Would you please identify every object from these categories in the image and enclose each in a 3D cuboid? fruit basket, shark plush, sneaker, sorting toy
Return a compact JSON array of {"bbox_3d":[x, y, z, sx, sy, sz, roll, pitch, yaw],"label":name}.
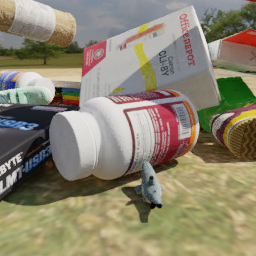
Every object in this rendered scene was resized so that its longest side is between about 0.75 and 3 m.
[{"bbox_3d":[2.291,-0.568,7.876,2.025,1.460,2.025,-25,-20,-10],"label":"fruit basket"},{"bbox_3d":[0.268,0.782,3.693,0.429,0.394,0.945,2,14,7],"label":"shark plush"},{"bbox_3d":[3.187,-0.121,5.808,2.914,1.092,1.313,-2,21,-9],"label":"sneaker"},{"bbox_3d":[-3.605,-0.730,8.549,2.421,0.891,1.428,-11,10,-5],"label":"sneaker"},{"bbox_3d":[-2.161,-1.668,12.094,2.786,0.970,2.770,7,16,27],"label":"sorting toy"}]

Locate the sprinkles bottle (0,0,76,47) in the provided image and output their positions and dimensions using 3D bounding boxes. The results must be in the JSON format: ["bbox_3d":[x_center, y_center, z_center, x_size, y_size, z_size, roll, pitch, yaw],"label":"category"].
[{"bbox_3d":[-2.682,-2.763,6.972,0.982,0.982,2.878,12,9,39],"label":"sprinkles bottle"}]

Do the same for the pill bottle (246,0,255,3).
[{"bbox_3d":[1.845,-3.054,4.734,2.653,1.498,1.498,9,13,-8],"label":"pill bottle"}]

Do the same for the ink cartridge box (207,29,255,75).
[{"bbox_3d":[3.210,-1.645,6.614,2.437,0.531,2.115,7,6,-12],"label":"ink cartridge box"}]

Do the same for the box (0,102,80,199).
[{"bbox_3d":[-2.481,0.225,4.690,2.573,0.639,2.554,6,26,22],"label":"box"}]

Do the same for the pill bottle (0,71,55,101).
[{"bbox_3d":[-3.954,-1.480,10.640,2.351,1.317,1.317,9,17,33],"label":"pill bottle"}]

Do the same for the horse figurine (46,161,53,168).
[{"bbox_3d":[-1.178,0.187,5.615,1.883,0.470,1.248,-25,26,-29],"label":"horse figurine"}]

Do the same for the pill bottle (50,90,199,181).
[{"bbox_3d":[-0.021,0.085,4.601,2.285,1.291,1.291,-11,18,-37],"label":"pill bottle"}]

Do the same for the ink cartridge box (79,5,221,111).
[{"bbox_3d":[0.416,-1.245,6.361,2.815,2.043,1.174,-15,-36,20],"label":"ink cartridge box"}]
